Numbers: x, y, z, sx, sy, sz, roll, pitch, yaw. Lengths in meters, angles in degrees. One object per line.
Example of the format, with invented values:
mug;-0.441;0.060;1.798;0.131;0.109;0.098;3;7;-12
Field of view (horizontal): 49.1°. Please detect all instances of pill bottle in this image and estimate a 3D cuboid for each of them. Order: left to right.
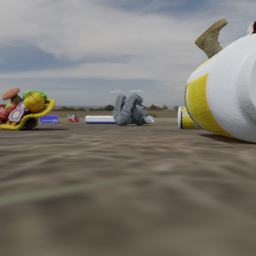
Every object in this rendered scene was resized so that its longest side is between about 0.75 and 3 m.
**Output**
pill bottle;1.640;-0.235;6.414;0.941;0.527;0.527;1;2;16
pill bottle;1.464;-0.448;3.456;1.198;1.198;2.139;0;3;1

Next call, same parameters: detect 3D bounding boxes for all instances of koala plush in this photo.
koala plush;0.198;-0.423;8.807;1.134;1.042;1.005;25;-11;-37

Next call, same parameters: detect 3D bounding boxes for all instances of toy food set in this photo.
toy food set;-2.479;-0.515;6.235;1.872;0.611;1.101;1;40;39

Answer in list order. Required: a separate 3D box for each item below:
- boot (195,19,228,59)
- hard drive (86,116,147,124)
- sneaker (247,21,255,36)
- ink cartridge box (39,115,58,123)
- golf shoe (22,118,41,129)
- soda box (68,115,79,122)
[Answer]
boot;2.768;-2.719;8.686;1.125;0.874;0.409;-38;19;27
hard drive;-0.393;-0.340;11.546;2.380;0.302;1.570;0;2;5
sneaker;3.756;-2.847;8.522;0.268;0.761;0.356;17;4;-4
ink cartridge box;-3.639;-0.388;12.472;1.000;0.392;2.111;-1;5;-15
golf shoe;-2.285;-0.175;6.703;0.484;0.382;1.052;-2;3;-38
soda box;-2.938;-0.519;15.099;0.405;0.367;1.158;1;2;2
